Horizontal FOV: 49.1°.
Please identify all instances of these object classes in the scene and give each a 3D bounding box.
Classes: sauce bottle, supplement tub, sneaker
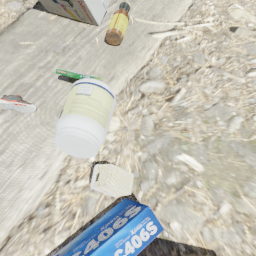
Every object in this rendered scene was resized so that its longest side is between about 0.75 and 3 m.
[{"bbox_3d":[-0.275,-3.585,9.490,0.628,0.628,1.904,11,55,8],"label":"sauce bottle"},{"bbox_3d":[-1.004,-0.232,6.698,1.189,1.189,1.640,9,56,6],"label":"supplement tub"},{"bbox_3d":[-2.950,-0.723,7.532,1.117,0.431,0.458,11,56,8],"label":"sneaker"}]

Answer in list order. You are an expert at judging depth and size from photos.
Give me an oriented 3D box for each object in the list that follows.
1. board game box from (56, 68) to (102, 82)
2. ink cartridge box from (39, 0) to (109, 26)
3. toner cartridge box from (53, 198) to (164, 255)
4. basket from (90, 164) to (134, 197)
[{"bbox_3d":[-1.347,-1.447,7.760,1.068,0.155,0.718,16,12,18],"label":"board game box"},{"bbox_3d":[-1.975,-4.498,9.382,2.275,1.653,0.995,20,86,14],"label":"ink cartridge box"},{"bbox_3d":[-0.670,2.257,4.866,2.520,1.197,0.544,-34,95,-22],"label":"toner cartridge box"},{"bbox_3d":[-0.303,1.092,5.820,0.482,0.781,0.530,-15,56,43],"label":"basket"}]
